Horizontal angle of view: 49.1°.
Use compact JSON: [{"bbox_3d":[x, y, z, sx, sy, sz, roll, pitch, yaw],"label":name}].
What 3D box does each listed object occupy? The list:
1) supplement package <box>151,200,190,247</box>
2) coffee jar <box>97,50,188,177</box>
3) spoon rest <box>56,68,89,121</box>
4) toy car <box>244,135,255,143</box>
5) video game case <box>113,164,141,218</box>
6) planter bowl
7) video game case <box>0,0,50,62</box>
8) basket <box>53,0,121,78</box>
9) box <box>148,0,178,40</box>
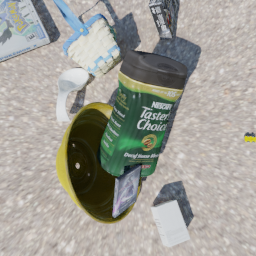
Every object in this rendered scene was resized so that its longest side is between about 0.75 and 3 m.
[{"bbox_3d":[1.050,2.384,7.070,0.595,0.587,0.981,-16,77,-12],"label":"supplement package"},{"bbox_3d":[0.300,-0.311,6.659,1.510,1.236,2.896,4,114,-28],"label":"coffee jar"},{"bbox_3d":[-1.689,-1.100,8.145,0.938,0.573,1.889,1,56,9],"label":"spoon rest"},{"bbox_3d":[3.817,0.312,8.054,0.808,0.180,0.760,37,74,11],"label":"toy car"},{"bbox_3d":[-0.029,1.448,6.443,0.104,1.100,0.786,26,34,32],"label":"video game case"},{"bbox_3d":[-0.897,0.884,7.007,1.200,2.881,2.881,-13,67,33],"label":"planter bowl"},{"bbox_3d":[-4.306,-3.455,8.968,2.717,0.328,2.981,-25,73,-10],"label":"video game case"},{"bbox_3d":[-1.212,-2.615,8.058,1.535,1.945,2.206,-44,95,4],"label":"basket"},{"bbox_3d":[1.128,-3.779,8.603,0.411,1.304,1.653,0,60,24],"label":"box"}]
